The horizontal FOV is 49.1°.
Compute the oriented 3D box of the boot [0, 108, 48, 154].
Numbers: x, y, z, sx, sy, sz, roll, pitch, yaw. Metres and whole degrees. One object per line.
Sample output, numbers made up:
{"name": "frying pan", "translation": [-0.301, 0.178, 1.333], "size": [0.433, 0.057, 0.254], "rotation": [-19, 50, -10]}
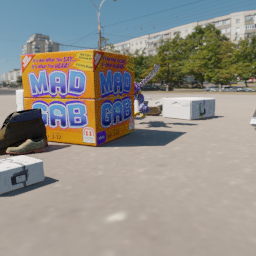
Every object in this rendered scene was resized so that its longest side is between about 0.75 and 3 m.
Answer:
{"name": "boot", "translation": [-3.166, 0.062, 7.215], "size": [2.210, 1.071, 0.826], "rotation": [-8, 12, -42]}

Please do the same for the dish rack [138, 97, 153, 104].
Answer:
{"name": "dish rack", "translation": [0.693, -1.754, 19.400], "size": [1.792, 0.390, 1.538], "rotation": [-4, -16, -30]}

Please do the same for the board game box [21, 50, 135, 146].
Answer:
{"name": "board game box", "translation": [-1.484, -1.040, 9.140], "size": [2.602, 2.603, 2.605], "rotation": [4, 11, 25]}

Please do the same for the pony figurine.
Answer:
{"name": "pony figurine", "translation": [0.226, -1.591, 11.811], "size": [1.942, 2.332, 2.251], "rotation": [-3, -15, -27]}

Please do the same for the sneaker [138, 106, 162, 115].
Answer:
{"name": "sneaker", "translation": [1.028, -0.949, 15.868], "size": [1.841, 0.648, 0.695], "rotation": [10, -5, 26]}

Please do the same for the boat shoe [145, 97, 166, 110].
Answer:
{"name": "boat shoe", "translation": [1.997, -1.445, 18.863], "size": [1.885, 0.704, 0.874], "rotation": [-10, -32, 32]}

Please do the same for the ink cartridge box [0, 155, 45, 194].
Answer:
{"name": "ink cartridge box", "translation": [-2.027, 0.778, 4.813], "size": [0.683, 0.392, 0.940], "rotation": [7, 11, 37]}

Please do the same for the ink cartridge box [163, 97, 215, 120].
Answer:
{"name": "ink cartridge box", "translation": [3.226, -1.081, 14.783], "size": [2.413, 1.013, 1.747], "rotation": [-9, 12, -44]}

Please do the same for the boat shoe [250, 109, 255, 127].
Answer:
{"name": "boat shoe", "translation": [5.611, -0.344, 9.864], "size": [0.947, 0.895, 2.641], "rotation": [18, -2, -27]}

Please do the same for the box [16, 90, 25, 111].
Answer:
{"name": "box", "translation": [-4.254, -1.160, 13.915], "size": [2.218, 1.450, 2.207], "rotation": [-5, 10, -28]}

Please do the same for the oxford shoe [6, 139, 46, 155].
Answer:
{"name": "oxford shoe", "translation": [-2.564, 0.456, 7.036], "size": [0.940, 0.352, 0.331], "rotation": [-6, 11, -34]}
